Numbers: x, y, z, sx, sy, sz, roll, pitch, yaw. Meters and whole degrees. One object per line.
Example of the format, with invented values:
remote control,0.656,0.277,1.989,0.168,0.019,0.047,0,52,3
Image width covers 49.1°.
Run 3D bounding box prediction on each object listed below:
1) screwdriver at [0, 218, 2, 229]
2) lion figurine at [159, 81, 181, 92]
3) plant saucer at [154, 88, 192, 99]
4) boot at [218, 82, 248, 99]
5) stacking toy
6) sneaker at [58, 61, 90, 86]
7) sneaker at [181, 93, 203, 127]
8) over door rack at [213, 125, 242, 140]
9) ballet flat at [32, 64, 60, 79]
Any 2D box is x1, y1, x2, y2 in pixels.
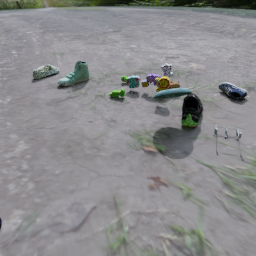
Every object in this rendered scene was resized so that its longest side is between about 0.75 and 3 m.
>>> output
screwdriver,-4.204,2.274,6.184,2.692,0.375,0.392,-5,-1,-6
lion figurine,1.994,-1.948,13.286,1.529,0.554,0.936,-23,19,-15
plant saucer,1.638,-1.284,10.345,1.408,0.193,1.408,-7,-2,0
boot,4.787,-1.743,13.066,1.418,0.516,0.640,26,33,36
stacking toy,0.712,-2.289,13.398,2.889,0.679,2.178,-6,27,19
sneaker,-2.859,-2.891,14.501,1.888,1.114,0.695,-27,41,-37
sneaker,2.596,-0.897,11.135,0.874,0.954,2.277,7,31,9
over door rack,3.414,0.191,9.711,0.847,0.382,1.146,9,10,15
ballet flat,-4.522,-3.211,15.605,0.655,0.655,1.825,18,34,29
